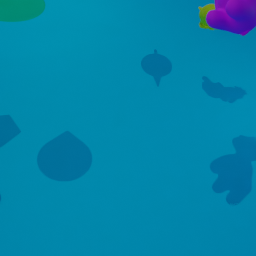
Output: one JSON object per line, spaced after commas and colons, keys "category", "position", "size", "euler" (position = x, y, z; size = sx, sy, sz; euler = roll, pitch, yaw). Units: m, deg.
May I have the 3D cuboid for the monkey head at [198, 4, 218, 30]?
{"category": "monkey head", "position": [2.262, -2.930, 7.419], "size": [0.752, 0.630, 1.045], "euler": [-3, 26, -27]}

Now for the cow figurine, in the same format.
{"category": "cow figurine", "position": [2.123, -2.422, 4.967], "size": [1.679, 0.937, 1.707], "euler": [2, 84, -33]}

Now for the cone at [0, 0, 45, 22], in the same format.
{"category": "cone", "position": [-2.351, -2.981, 5.287], "size": [1.385, 1.385, 1.390], "euler": [-7, 87, -5]}
